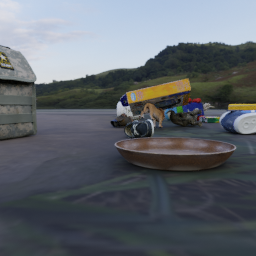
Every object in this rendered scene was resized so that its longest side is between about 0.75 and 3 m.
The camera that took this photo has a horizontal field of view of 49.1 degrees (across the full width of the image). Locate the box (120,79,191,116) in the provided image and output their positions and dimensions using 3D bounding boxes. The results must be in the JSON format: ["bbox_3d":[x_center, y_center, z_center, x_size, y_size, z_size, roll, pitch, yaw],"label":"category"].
[{"bbox_3d":[1.010,-1.057,10.502,2.549,0.529,1.517,-14,-17,4],"label":"box"}]

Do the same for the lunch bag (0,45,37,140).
[{"bbox_3d":[-3.468,-0.981,7.099,1.485,2.525,2.071,2,4,22],"label":"lunch bag"}]

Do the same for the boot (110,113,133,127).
[{"bbox_3d":[-0.184,-0.142,10.479,0.661,0.509,1.363,-27,21,-11],"label":"boot"}]

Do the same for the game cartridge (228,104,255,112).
[{"bbox_3d":[5.447,-0.846,11.985,2.124,0.344,1.872,4,7,22],"label":"game cartridge"}]

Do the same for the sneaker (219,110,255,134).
[{"bbox_3d":[3.910,-0.268,8.773,2.000,0.806,1.464,-6,10,-8],"label":"sneaker"}]

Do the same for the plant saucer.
[{"bbox_3d":[0.708,0.376,4.375,1.828,0.293,1.828,0,6,0],"label":"plant saucer"}]

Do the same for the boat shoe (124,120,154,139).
[{"bbox_3d":[0.257,0.066,7.037,0.411,0.516,1.364,-1,-7,-17],"label":"boat shoe"}]

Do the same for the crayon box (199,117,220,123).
[{"bbox_3d":[4.048,-0.407,13.706,0.780,0.263,0.904,1,5,-9],"label":"crayon box"}]

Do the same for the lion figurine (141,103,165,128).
[{"bbox_3d":[0.939,-0.554,10.187,0.525,0.887,1.448,-5,-27,27],"label":"lion figurine"}]

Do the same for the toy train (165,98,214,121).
[{"bbox_3d":[3.365,-0.881,15.284,1.590,1.163,2.747,-14,-6,43],"label":"toy train"}]

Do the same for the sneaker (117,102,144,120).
[{"bbox_3d":[0.192,-0.932,15.321,1.185,1.019,2.799,-1,3,16],"label":"sneaker"}]

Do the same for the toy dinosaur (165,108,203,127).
[{"bbox_3d":[2.246,-0.353,11.243,2.197,0.846,1.124,-9,-3,-34],"label":"toy dinosaur"}]
